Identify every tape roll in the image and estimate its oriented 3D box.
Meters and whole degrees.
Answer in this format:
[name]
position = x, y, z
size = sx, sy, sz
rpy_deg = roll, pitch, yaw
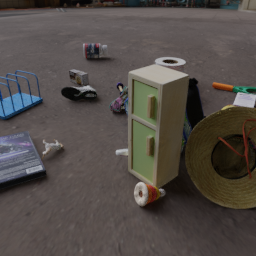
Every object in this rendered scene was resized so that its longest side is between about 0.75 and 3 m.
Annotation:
[tape roll]
position = 2.145, -2.926, 14.459
size = 1.572, 1.079, 1.572
rpy_deg = 0, 29, 0

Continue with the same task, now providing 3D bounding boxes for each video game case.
[video game case]
position = -3.691, 0.922, 8.472
size = 1.826, 0.242, 2.556
rpy_deg = -15, 31, -24

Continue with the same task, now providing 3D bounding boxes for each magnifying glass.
[magnifying glass]
position = 5.295, -1.836, 13.366
size = 2.471, 0.277, 0.984
rpy_deg = 15, 33, 26

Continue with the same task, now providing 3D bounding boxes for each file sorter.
[file sorter]
position = -4.907, -1.463, 11.662
size = 1.445, 1.278, 2.083
rpy_deg = 15, 33, 26

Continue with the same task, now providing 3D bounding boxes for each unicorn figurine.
[unicorn figurine]
position = -2.462, 0.610, 8.910
size = 0.897, 0.331, 0.616
rpy_deg = -18, 38, -33

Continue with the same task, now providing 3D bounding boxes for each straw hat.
[straw hat]
position = 2.841, 0.813, 7.622
size = 2.721, 2.721, 1.152
rpy_deg = 2, -12, 4

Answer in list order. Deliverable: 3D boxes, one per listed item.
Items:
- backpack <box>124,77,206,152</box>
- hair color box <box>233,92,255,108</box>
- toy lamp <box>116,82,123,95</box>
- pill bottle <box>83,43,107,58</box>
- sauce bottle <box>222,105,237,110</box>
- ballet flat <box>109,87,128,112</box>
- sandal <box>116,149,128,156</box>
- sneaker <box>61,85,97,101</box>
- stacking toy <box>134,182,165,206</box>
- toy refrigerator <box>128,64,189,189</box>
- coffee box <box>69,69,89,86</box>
[backpack]
position = 1.041, -0.410, 8.957
size = 2.338, 2.139, 1.718
rpy_deg = 12, 51, 39
[hair color box]
position = 4.844, -0.989, 11.654
size = 0.778, 0.461, 1.423
rpy_deg = 13, 34, 24
[toy lamp]
position = -0.320, -1.848, 13.307
size = 0.359, 0.359, 1.232
rpy_deg = -6, 32, -10
[pill bottle]
position = -2.156, -5.118, 18.525
size = 1.545, 0.924, 0.924
rpy_deg = -4, 29, -7
[sauce bottle]
position = 3.105, 0.056, 9.400
size = 0.907, 0.907, 2.747
rpy_deg = 19, 37, 31
[ballet flat]
position = -0.181, -1.169, 11.950
size = 0.634, 0.616, 1.782
rpy_deg = 26, 39, 7
[sandal]
position = 0.169, 0.816, 8.473
size = 1.347, 0.331, 0.548
rpy_deg = 4, 2, -39
[sneaker]
position = -2.201, -1.625, 12.808
size = 1.598, 0.603, 0.920
rpy_deg = 6, 20, -5
[stacking toy]
position = 0.604, 1.653, 7.047
size = 0.786, 0.574, 0.574
rpy_deg = 6, 23, -31
[toy refrigerator]
position = 0.673, 0.028, 7.232
size = 1.046, 2.990, 1.135
rpy_deg = -23, 38, -35
[coffee box]
position = -2.522, -2.602, 14.377
size = 1.056, 0.597, 0.421
rpy_deg = 25, 37, 36
